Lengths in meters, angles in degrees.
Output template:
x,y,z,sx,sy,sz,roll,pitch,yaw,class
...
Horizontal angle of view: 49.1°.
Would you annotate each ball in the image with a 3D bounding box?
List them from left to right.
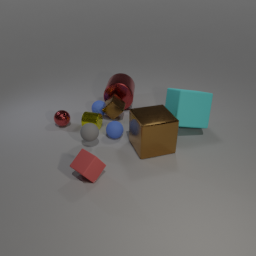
x,y,z,sx,sy,sz,roll,pitch,yaw,class
-2.816,-0.420,11.976,0.700,0.700,0.700,0,30,0,ball
-1.433,0.161,10.475,0.700,0.700,0.700,0,30,0,ball
-1.313,-0.908,12.806,0.700,0.700,0.700,0,30,0,ball
-0.530,0.069,11.183,0.700,0.700,0.700,0,30,0,ball

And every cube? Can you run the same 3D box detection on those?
x,y,z,sx,sy,sz,roll,pitch,yaw,class
-1.276,1.206,8.961,0.700,0.700,0.700,24,73,37,cube
-0.624,-0.941,12.375,0.700,0.700,0.700,40,33,-20,cube
0.907,0.105,10.386,1.400,1.400,1.400,-9,31,-16,cube
2.407,-0.833,11.440,1.400,1.400,1.400,4,11,-15,cube

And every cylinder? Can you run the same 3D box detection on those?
x,y,z,sx,sy,sz,roll,pitch,yaw,class
-1.512,-0.315,11.805,0.700,0.700,0.700,8,31,14,cylinder
-0.398,-1.764,13.568,1.400,1.400,1.400,2,31,4,cylinder
